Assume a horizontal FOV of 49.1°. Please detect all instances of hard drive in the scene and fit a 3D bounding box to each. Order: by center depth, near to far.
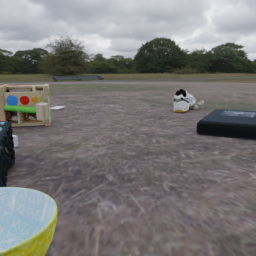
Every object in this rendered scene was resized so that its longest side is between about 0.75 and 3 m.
[{"bbox_3d":[3.525,-0.188,9.120,1.949,0.459,2.793,6,13,26],"label":"hard drive"}]

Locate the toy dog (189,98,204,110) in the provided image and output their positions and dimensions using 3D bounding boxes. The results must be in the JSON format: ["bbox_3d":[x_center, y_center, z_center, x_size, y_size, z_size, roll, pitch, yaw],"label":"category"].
[{"bbox_3d":[3.229,-1.282,14.048,0.721,0.526,1.093,-45,13,-5],"label":"toy dog"}]

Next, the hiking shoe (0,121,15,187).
[{"bbox_3d":[-2.649,0.431,4.911,1.108,0.951,2.556,-3,11,-14],"label":"hiking shoe"}]

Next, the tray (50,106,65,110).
[{"bbox_3d":[-3.496,-0.970,13.853,0.491,0.101,0.915,3,12,12],"label":"tray"}]

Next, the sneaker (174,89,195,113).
[{"bbox_3d":[2.683,-1.447,13.263,0.807,0.936,2.134,-2,19,23],"label":"sneaker"}]

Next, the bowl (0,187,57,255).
[{"bbox_3d":[-1.252,1.076,2.416,1.280,0.689,1.280,0,11,0],"label":"bowl"}]

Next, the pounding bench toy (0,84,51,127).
[{"bbox_3d":[-3.572,-0.734,9.479,1.752,1.395,2.246,-3,12,-14],"label":"pounding bench toy"}]

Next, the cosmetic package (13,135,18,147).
[{"bbox_3d":[-3.463,0.370,6.848,0.893,0.306,1.184,6,13,39],"label":"cosmetic package"}]
